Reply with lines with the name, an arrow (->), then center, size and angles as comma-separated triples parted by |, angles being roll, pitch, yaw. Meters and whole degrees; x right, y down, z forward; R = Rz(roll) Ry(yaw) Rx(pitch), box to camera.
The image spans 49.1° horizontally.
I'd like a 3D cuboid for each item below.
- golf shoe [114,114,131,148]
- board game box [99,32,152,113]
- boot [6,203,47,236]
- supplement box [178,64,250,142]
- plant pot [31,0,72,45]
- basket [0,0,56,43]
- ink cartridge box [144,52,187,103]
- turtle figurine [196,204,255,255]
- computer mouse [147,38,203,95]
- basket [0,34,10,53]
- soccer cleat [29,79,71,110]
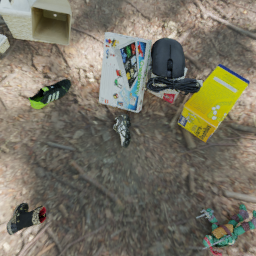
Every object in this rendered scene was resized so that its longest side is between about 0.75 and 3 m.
golf shoe -> -0.244, 0.152, 11.234 | 0.674, 0.554, 1.426 | -7, 61, 16
board game box -> -0.169, -2.173, 11.082 | 1.791, 2.837, 0.491 | 16, 26, 17
boot -> -2.843, 2.503, 8.114 | 0.966, 1.283, 0.470 | -18, 104, 5
supplement box -> 3.399, -1.001, 11.210 | 1.436, 1.427, 2.622 | 37, 70, 16
plant pot -> -2.524, -3.749, 9.499 | 1.252, 1.250, 1.108 | 8, 53, -11
basket -> -4.298, -5.511, 13.138 | 2.353, 1.892, 2.332 | 7, 64, 4
ink cartridge box -> 1.201, -2.167, 11.704 | 2.141, 1.555, 0.893 | 28, 67, 13
turtle figurine -> 3.207, 3.369, 9.333 | 2.250, 1.133, 1.684 | -22, 25, -12
computer mouse -> 1.619, -2.545, 10.504 | 1.998, 0.760, 2.885 | 1, 53, -6
basket -> -6.149, -4.021, 13.149 | 0.942, 0.581, 0.639 | 23, 66, 10
soccer cleat -> -3.244, -1.517, 11.813 | 1.972, 0.799, 0.666 | -38, 70, -17
